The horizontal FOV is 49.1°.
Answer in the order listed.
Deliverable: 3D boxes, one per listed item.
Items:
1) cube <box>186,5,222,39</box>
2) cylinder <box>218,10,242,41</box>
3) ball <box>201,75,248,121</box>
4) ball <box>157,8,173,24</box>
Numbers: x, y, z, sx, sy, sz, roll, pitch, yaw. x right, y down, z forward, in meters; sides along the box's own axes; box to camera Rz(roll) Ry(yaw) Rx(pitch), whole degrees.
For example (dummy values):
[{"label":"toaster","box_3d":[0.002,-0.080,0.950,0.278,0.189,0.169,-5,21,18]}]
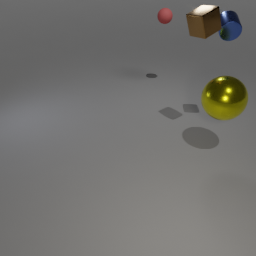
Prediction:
[{"label":"cube","box_3d":[2.282,-3.194,8.422,0.700,0.700,0.700,-33,37,-15]},{"label":"cylinder","box_3d":[3.260,-3.301,9.053,0.700,0.700,0.700,2,50,3]},{"label":"ball","box_3d":[3.005,-0.931,8.757,1.400,1.400,1.400,0,31,0]},{"label":"ball","box_3d":[1.718,-5.203,13.012,0.700,0.700,0.700,0,31,0]}]
